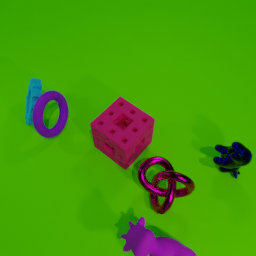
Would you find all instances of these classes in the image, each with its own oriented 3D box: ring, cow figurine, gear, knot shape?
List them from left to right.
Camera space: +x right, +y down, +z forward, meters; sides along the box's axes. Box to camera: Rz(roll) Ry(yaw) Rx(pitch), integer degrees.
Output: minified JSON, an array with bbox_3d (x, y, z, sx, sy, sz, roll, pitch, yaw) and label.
[{"bbox_3d":[-2.805,-0.768,8.283,0.251,1.358,1.358,6,53,-27],"label":"gear"},{"bbox_3d":[-2.178,-0.387,7.984,0.274,1.370,1.370,10,56,24],"label":"ring"},{"bbox_3d":[0.643,2.524,5.879,1.444,1.467,0.805,26,82,29],"label":"cow figurine"},{"bbox_3d":[0.824,1.316,6.907,1.320,1.411,0.652,53,29,12],"label":"knot shape"},{"bbox_3d":[2.780,0.838,7.277,1.216,1.236,0.678,25,66,-23],"label":"cow figurine"}]

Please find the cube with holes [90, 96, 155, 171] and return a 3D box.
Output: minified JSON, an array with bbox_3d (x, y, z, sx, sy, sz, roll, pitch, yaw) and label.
[{"bbox_3d":[-0.139,0.154,7.780,1.214,1.214,1.214,35,63,20],"label":"cube with holes"}]
